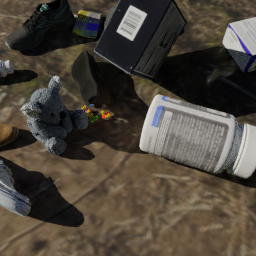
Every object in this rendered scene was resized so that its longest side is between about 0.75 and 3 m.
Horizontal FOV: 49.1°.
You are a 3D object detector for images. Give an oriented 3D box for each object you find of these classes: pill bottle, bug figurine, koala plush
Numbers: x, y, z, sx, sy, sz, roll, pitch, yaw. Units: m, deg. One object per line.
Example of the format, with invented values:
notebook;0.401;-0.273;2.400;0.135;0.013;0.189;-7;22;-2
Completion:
pill bottle;1.920;0.254;7.548;2.899;1.649;1.649;17;61;10
bug figurine;-1.012;-0.512;8.798;0.739;0.245;0.954;-31;59;-24
pill bottle;-4.478;-1.976;9.467;1.054;0.573;0.573;-11;60;-6
koala plush;-2.226;-0.464;7.875;1.647;1.792;1.589;31;65;17

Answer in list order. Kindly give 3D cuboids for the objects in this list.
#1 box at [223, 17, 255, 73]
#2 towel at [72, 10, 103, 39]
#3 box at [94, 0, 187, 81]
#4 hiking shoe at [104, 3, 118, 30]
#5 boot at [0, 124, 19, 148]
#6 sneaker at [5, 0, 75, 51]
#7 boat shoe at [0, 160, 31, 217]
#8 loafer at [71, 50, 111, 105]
box;4.541;-2.986;9.856;1.734;0.910;1.595;-16;62;-10
towel;-1.564;-4.045;10.857;0.965;0.153;1.344;12;60;-3
box;0.456;-2.791;8.447;1.402;2.257;2.275;35;105;16
hiking shoe;0.304;-4.107;10.429;1.399;1.052;2.779;33;64;21
boot;-4.367;0.153;8.082;2.245;0.847;0.826;-5;58;-4
sneaker;-3.308;-3.906;10.295;2.840;1.126;1.071;-40;69;-19
boat shoe;-3.581;1.239;7.302;2.885;1.061;0.963;25;64;15
loafer;-1.197;-1.583;9.197;0.900;0.880;2.466;-41;48;28
